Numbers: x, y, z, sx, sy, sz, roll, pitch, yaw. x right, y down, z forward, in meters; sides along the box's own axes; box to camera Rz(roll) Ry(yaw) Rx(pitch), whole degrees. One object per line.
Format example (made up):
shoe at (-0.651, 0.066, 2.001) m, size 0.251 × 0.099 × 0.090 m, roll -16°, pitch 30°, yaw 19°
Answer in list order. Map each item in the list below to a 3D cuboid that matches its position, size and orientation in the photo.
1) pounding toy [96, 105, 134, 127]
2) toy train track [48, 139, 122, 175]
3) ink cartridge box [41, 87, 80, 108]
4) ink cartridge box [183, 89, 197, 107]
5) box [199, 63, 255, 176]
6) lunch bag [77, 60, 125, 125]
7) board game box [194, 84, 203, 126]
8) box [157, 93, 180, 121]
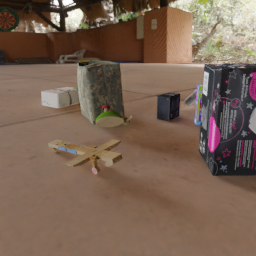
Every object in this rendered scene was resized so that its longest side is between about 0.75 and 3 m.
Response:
pounding toy at (-0.552, -0.502, 10.506) m, size 1.357 × 0.630 × 1.048 m, roll -3°, pitch -20°, yaw -12°
toy train track at (-1.250, 0.743, 7.633) m, size 2.846 × 0.463 × 1.632 m, roll 8°, pitch 25°, yaw 43°
ink cartridge box at (-3.472, -1.661, 14.945) m, size 1.357 × 0.783 × 1.857 m, roll 11°, pitch 20°, yaw 33°
ink cartridge box at (3.589, -1.634, 13.966) m, size 0.389 × 1.258 × 1.551 m, roll 53°, pitch 31°, yaw 14°
box at (2.773, -0.293, 7.157) m, size 1.492 × 2.600 × 1.718 m, roll 1°, pitch 17°, yaw 2°
lunch bag at (-1.349, -1.678, 12.216) m, size 1.694 × 2.363 × 2.881 m, roll -12°, pitch 20°, yaw -20°
board game box at (3.852, -0.875, 10.929) m, size 2.338 × 1.572 × 0.523 m, roll 1°, pitch 17°, yaw 6°
box at (1.752, -0.932, 12.066) m, size 0.614 × 1.029 × 1.046 m, roll 11°, pitch 20°, yaw 33°
